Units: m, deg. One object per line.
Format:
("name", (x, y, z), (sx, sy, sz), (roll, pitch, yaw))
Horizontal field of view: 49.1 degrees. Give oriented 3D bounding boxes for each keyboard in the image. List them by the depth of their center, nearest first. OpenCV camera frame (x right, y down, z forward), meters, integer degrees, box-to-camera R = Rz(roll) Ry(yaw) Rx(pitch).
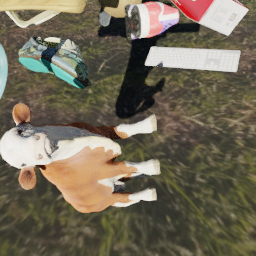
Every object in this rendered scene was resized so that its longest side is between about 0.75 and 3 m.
("keyboard", (1.394, -1.546, 6.236), (2.013, 0.107, 0.566), (9, 58, 22))

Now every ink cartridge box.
("ink cartridge box", (2.133, -4.038, 8.484), (2.000, 0.955, 2.278), (2, 47, -38))

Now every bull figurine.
("bull figurine", (-0.448, 0.515, 3.777), (1.672, 2.754, 0.897), (-4, 64, 0))

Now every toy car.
("toy car", (-0.096, -3.458, 6.743), (1.970, 2.399, 1.893), (22, 53, 14))

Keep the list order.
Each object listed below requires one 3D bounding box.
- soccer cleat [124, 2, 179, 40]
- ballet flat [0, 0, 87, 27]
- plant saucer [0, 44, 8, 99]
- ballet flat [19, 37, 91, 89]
("soccer cleat", (0.288, -1.673, 4.358), (0.595, 0.555, 1.626), (-9, 21, -5))
("ballet flat", (-1.845, -1.725, 3.844), (2.667, 0.841, 0.915), (-4, 49, 10))
("plant saucer", (-1.800, -0.430, 3.036), (0.178, 1.298, 1.298), (26, 45, 4))
("ballet flat", (-1.461, -1.479, 5.745), (2.440, 0.906, 0.906), (25, 47, 38))
